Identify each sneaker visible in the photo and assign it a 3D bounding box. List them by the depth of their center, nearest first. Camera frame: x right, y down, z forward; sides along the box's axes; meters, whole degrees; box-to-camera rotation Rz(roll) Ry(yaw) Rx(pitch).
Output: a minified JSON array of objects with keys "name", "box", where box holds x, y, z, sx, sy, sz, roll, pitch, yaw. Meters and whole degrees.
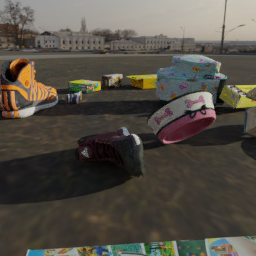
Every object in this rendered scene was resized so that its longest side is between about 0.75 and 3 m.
[{"name":"sneaker","box":[-0.358,0.454,4.714,1.049,0.687,1.816,-8,8,-10]},{"name":"sneaker","box":[-3.010,-1.395,8.843,1.098,1.585,2.830,2,17,5]},{"name":"sneaker","box":[-1.945,-1.109,10.050,0.515,0.333,0.949,1,20,-3]}]

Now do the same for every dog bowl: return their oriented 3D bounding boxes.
[{"name":"dog bowl","box":[1.089,-0.158,5.491,1.377,0.508,1.377,-19,-19,-7]}]

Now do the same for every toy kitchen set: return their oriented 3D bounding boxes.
[{"name":"toy kitchen set","box":[3.448,-0.217,6.662,1.547,1.239,0.911,18,-21,-11]}]

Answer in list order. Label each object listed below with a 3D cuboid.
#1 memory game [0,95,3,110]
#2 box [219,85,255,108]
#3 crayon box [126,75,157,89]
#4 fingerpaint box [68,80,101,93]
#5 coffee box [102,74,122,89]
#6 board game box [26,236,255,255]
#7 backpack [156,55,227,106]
[{"name":"memory game","box":[-4.923,-0.771,9.222,2.876,0.183,2.876,0,18,0]},{"name":"box","box":[3.718,-0.995,8.677,1.769,0.443,0.666,-5,37,-30]},{"name":"crayon box","box":[1.000,-2.208,13.261,1.956,0.497,1.241,-7,19,-23]},{"name":"fingerpaint box","box":[-1.893,-1.820,12.195,1.086,0.398,0.906,12,22,31]},{"name":"coffee box","box":[-0.730,-2.177,13.037,0.411,0.582,1.030,13,23,36]},{"name":"board game box","box":[0.420,1.395,1.462,2.196,0.706,1.620,-2,17,-5]},{"name":"backpack","box":[2.012,-1.584,9.412,2.197,1.684,1.931,-5,21,4]}]
